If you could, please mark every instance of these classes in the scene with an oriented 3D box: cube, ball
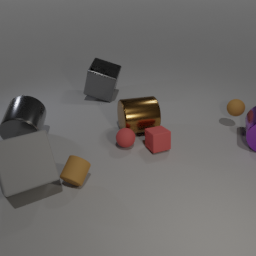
[{"bbox_3d":[1.060,0.391,9.999,0.700,0.700,0.700,-11,22,-20],"label":"cube"},{"bbox_3d":[-2.899,0.980,7.766,1.400,1.400,1.400,-16,-2,-28],"label":"cube"},{"bbox_3d":[-1.258,-2.385,13.870,1.400,1.400,1.400,17,41,-3],"label":"cube"},{"bbox_3d":[4.327,-0.815,11.237,0.700,0.700,0.700,0,29,0],"label":"ball"},{"bbox_3d":[-0.084,0.348,10.053,0.700,0.700,0.700,0,29,0],"label":"ball"}]

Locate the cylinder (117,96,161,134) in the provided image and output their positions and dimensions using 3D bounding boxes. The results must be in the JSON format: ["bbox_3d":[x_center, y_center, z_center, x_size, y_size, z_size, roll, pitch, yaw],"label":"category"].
[{"bbox_3d":[0.405,-0.490,10.983,1.400,1.400,1.400,-7,30,-13],"label":"cylinder"}]

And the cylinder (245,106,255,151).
[{"bbox_3d":[4.987,0.014,10.066,1.400,1.400,1.400,9,30,16],"label":"cylinder"}]

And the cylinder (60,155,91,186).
[{"bbox_3d":[-1.547,1.263,8.255,0.700,0.700,0.700,12,65,21],"label":"cylinder"}]

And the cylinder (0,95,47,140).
[{"bbox_3d":[-3.803,-0.237,10.248,1.400,1.400,1.400,-2,42,-3],"label":"cylinder"}]
